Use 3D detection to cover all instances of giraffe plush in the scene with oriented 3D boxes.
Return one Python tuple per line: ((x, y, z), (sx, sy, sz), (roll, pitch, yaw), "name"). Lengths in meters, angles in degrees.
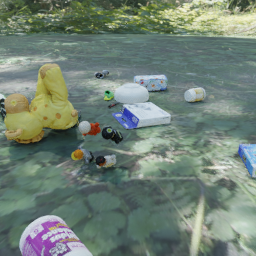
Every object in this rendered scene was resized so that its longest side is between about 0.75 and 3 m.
((-2.882, -0.500, 8.892), (2.190, 2.700, 2.330), (-21, -14, -14), "giraffe plush")

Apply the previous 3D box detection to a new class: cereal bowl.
((0.168, -1.683, 13.078), (1.626, 0.677, 1.626), (0, 22, 0), "cereal bowl")

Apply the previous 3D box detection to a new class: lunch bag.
((1.204, -2.393, 14.751), (1.822, 0.688, 1.460), (-1, 21, 1), "lunch bag")

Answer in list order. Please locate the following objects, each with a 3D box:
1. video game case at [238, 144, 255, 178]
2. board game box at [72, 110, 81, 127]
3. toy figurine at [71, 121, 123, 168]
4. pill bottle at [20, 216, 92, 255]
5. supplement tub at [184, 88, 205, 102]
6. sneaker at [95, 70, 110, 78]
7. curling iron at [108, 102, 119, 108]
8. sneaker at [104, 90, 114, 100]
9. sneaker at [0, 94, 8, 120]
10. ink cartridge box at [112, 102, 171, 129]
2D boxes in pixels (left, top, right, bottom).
((3.796, 0.868, 7.534), (1.264, 0.317, 1.395), (3, 23, 5), "video game case")
((-2.792, -0.384, 10.539), (1.869, 0.263, 1.264), (0, 23, 1), "board game box")
((-0.810, 0.444, 7.343), (1.167, 1.148, 0.812), (15, -3, 25), "toy figurine")
((-0.998, 2.022, 4.214), (0.810, 0.810, 1.443), (-18, 30, -36), "pill bottle")
((3.047, -1.509, 12.774), (0.809, 0.584, 0.584), (-12, 26, -25), "supplement tub")
((-1.518, -3.283, 17.240), (0.987, 0.373, 0.562), (-17, 29, -23), "sneaker")
((-0.608, -1.018, 12.199), (0.202, 0.104, 0.813), (-29, -1, 37), "curling iron")
((-0.895, -1.608, 13.221), (0.365, 0.412, 0.985), (2, 23, 8), "sneaker")
((-4.500, -0.872, 11.061), (1.023, 0.888, 2.310), (-7, 25, -36), "sneaker")
((0.456, -0.523, 10.740), (1.773, 0.360, 1.769), (-9, 25, -20), "ink cartridge box")
